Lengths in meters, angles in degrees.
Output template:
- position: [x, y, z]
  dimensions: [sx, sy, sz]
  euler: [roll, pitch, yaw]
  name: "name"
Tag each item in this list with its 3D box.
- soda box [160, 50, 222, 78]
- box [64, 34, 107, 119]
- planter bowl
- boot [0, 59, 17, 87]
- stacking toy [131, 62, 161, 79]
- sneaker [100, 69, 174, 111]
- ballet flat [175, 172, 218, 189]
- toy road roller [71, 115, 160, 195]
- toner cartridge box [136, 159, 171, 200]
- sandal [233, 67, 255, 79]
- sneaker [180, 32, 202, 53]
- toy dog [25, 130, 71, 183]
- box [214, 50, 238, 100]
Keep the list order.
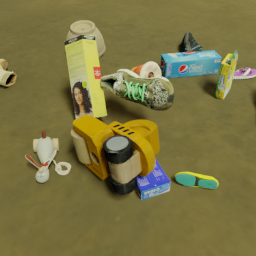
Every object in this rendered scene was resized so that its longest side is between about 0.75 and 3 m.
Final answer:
- position: [2.819, -2.913, 12.750]
  dimensions: [2.576, 0.827, 0.874]
  euler: [-6, 40, -8]
  name: "soda box"
- position: [-1.462, -1.707, 9.671]
  dimensions: [1.034, 2.747, 0.688]
  euler: [-5, 5, 41]
  name: "box"
- position: [-2.197, -4.501, 14.041]
  dimensions: [2.016, 1.357, 2.016]
  euler: [-1, 48, 1]
  name: "planter bowl"
- position: [-5.443, -2.423, 12.320]
  dimensions: [1.313, 0.615, 1.689]
  euler: [9, 42, 11]
  name: "boot"
- position: [0.482, -2.248, 11.969]
  dimensions: [1.222, 1.222, 1.673]
  euler: [-30, 31, -31]
  name: "stacking toy"
- position: [0.166, -1.176, 8.935]
  dimensions: [1.291, 1.120, 2.913]
  euler: [-12, 24, -41]
  name: "sneaker"
- position: [1.922, 1.449, 7.888]
  dimensions: [1.204, 0.402, 0.403]
  euler: [10, 19, 7]
  name: "ballet flat"
- position: [-0.230, 0.464, 7.707]
  dimensions: [1.782, 1.500, 2.441]
  euler: [-33, 41, -31]
  name: "toy road roller"
- position: [0.414, 1.156, 8.157]
  dimensions: [0.886, 0.403, 1.866]
  euler: [-15, 42, -15]
  name: "toner cartridge box"
- position: [5.147, -2.500, 12.573]
  dimensions: [1.674, 0.411, 0.681]
  euler: [-12, 41, -15]
  name: "sandal"
- position: [3.230, -4.081, 14.298]
  dimensions: [0.968, 0.865, 2.363]
  euler: [13, 47, -5]
  name: "sneaker"
- position: [-2.477, 0.727, 8.350]
  dimensions: [1.121, 0.818, 1.699]
  euler: [-19, 43, -22]
  name: "toy dog"
- position: [3.880, -2.111, 11.038]
  dimensions: [0.428, 1.770, 1.039]
  euler: [22, 44, 24]
  name: "box"
